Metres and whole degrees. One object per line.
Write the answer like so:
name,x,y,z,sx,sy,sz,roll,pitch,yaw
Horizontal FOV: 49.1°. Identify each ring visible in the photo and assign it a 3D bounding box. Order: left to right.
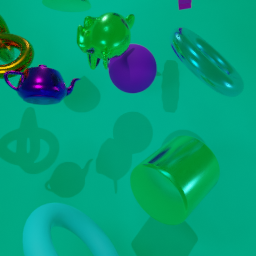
ring,-0.821,2.052,4.559,0.400,2.002,2.002,-46,75,7
ring,1.735,-1.466,6.164,2.018,2.018,0.404,52,121,16

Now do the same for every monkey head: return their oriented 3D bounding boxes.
monkey head,-0.462,-1.805,6.074,1.076,1.284,1.785,14,53,13

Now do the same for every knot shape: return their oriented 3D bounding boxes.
knot shape,-3.079,-1.922,6.472,1.915,2.047,0.946,43,111,9

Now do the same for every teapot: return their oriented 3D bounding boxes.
teapot,-1.825,-0.972,6.159,1.699,1.056,0.832,4,80,-33

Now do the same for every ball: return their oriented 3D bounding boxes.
ball,0.120,-1.549,7.362,1.278,1.278,1.278,0,70,0

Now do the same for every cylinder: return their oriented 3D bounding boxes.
cylinder,0.978,1.039,5.813,1.367,1.367,1.367,46,48,15

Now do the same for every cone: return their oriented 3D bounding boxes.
cone,-1.575,-3.834,7.248,1.263,1.263,1.268,2,97,1

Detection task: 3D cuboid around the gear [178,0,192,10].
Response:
gear,1.393,-3.992,7.132,0.328,1.773,1.773,-4,69,11
